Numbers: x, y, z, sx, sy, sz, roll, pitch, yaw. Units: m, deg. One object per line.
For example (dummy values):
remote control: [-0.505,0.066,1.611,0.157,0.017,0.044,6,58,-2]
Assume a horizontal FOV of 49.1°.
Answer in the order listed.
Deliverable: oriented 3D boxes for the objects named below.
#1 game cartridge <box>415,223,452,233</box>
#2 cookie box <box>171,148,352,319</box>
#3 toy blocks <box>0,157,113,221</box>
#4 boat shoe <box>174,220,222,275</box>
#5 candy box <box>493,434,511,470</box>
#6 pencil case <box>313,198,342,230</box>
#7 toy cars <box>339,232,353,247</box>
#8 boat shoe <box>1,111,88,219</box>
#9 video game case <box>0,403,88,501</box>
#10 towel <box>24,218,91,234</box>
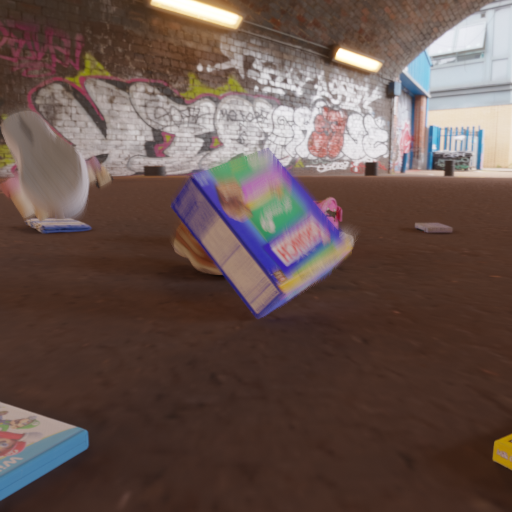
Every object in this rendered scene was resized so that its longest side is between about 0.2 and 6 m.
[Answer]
game cartridge: [3.905,-0.616,12.392,0.565,0.167,0.871,-4,10,-1]
cookie box: [0.084,-0.297,6.007,1.303,1.524,0.572,-30,-12,-44]
toy blocks: [-3.940,-1.733,10.670,1.763,1.484,1.648,-32,5,-7]
boat shoe: [-0.629,-0.208,8.028,0.734,0.696,1.939,-6,19,-36]
candy box: [1.907,1.035,3.057,1.153,0.152,0.589,-6,14,-32]
pencil case: [0.385,-0.644,10.300,2.310,0.999,0.956,7,-18,31]
toy cars: [1.004,-0.352,8.101,0.413,0.204,0.921,-30,44,-31]
boat shoe: [-3.081,-1.274,8.498,0.957,0.869,2.602,-26,51,-13]
video game case: [-1.807,1.046,3.062,1.426,0.127,1.021,6,11,29]
towel: [-4.512,-0.689,12.727,1.100,0.178,1.497,-5,13,-36]
